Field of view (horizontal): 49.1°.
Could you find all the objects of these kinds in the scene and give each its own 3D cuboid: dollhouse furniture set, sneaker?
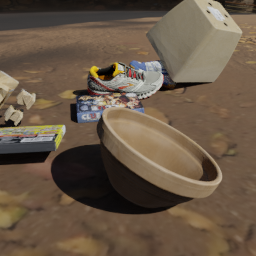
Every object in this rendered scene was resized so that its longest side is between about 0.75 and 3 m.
[{"bbox_3d":[-4.025,-0.828,8.299,1.770,1.927,1.254,34,14,-29],"label":"dollhouse furniture set"},{"bbox_3d":[-0.096,-1.849,10.761,2.996,1.231,1.166,-5,51,-5],"label":"sneaker"},{"bbox_3d":[1.168,-2.544,12.082,2.263,0.997,0.852,26,7,15],"label":"sneaker"}]

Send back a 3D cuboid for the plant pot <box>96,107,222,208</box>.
[{"bbox_3d":[0.431,0.719,5.684,2.612,1.205,2.612,24,20,-9],"label":"plant pot"}]

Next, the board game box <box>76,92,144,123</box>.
[{"bbox_3d":[-0.670,-0.749,9.806,2.221,0.384,1.505,-5,29,-10],"label":"board game box"}]

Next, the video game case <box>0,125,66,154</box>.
[{"bbox_3d":[-2.761,0.271,7.298,2.039,0.260,1.842,-3,14,-5],"label":"video game case"}]

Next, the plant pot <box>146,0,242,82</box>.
[{"bbox_3d":[2.927,-3.757,11.659,2.763,2.446,2.760,-7,61,-38],"label":"plant pot"}]
